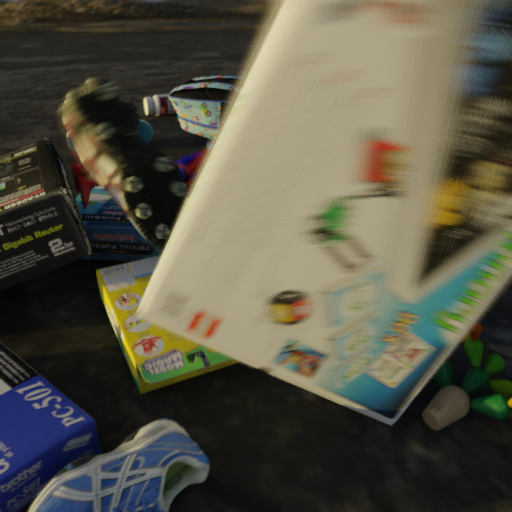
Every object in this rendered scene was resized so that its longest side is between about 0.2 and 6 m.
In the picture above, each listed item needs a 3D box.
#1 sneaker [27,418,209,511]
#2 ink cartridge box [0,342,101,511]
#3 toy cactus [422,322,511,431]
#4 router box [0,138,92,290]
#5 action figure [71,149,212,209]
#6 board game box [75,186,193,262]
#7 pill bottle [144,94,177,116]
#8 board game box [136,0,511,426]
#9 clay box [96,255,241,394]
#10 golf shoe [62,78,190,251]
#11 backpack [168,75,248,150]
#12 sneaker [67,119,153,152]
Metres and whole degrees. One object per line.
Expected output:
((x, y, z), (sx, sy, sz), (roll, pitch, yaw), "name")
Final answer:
((-1.213, 2.121, 4.958), (0.708, 0.696, 1.838), (20, 35, 39), "sneaker")
((-2.810, 1.667, 5.989), (2.324, 0.514, 1.093), (22, 36, 35), "ink cartridge box")
((2.418, 1.463, 6.283), (1.314, 0.814, 1.592), (-29, 47, -27), "toy cactus")
((-4.422, -0.369, 8.357), (3.505, 1.089, 2.626), (-23, 33, -12), "router box")
((-1.517, -1.352, 9.605), (3.017, 0.780, 0.987), (-13, 31, -21), "action figure")
((-2.200, -0.857, 10.483), (2.167, 0.674, 2.871), (3, 29, 6), "board game box")
((-2.924, -4.800, 17.835), (1.194, 0.654, 0.654), (-10, 30, -18), "pill bottle")
((1.225, -0.846, 5.180), (3.018, 4.781, 0.827), (26, 22, -11), "board game box")
((-1.131, 0.849, 7.346), (1.377, 0.570, 2.397), (-14, 37, -21), "clay box")
((-1.826, -1.221, 7.980), (0.987, 2.558, 1.126), (-37, 15, -31), "golf shoe")
((-0.847, -3.676, 14.524), (2.681, 1.804, 2.447), (4, 29, 6), "backpack")
((-3.877, -3.304, 14.874), (2.226, 0.852, 0.899), (-8, 30, -17), "sneaker")
